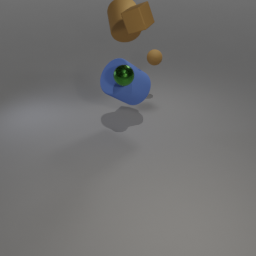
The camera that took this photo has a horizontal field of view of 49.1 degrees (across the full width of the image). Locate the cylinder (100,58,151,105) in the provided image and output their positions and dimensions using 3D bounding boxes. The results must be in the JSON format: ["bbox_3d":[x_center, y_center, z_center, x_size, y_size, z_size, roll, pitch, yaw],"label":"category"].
[{"bbox_3d":[-0.085,-1.710,10.560,1.400,1.400,1.400,29,6,40],"label":"cylinder"}]

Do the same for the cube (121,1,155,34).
[{"bbox_3d":[0.324,-3.542,9.012,0.700,0.700,0.700,-2,35,36],"label":"cube"}]

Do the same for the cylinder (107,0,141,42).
[{"bbox_3d":[-0.173,-4.887,12.703,1.400,1.400,1.400,-5,61,-9],"label":"cylinder"}]

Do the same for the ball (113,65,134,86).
[{"bbox_3d":[-0.138,-1.737,9.258,0.700,0.700,0.700,0,30,0],"label":"ball"}]

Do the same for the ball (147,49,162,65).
[{"bbox_3d":[1.190,-3.162,12.557,0.700,0.700,0.700,0,30,0],"label":"ball"}]
